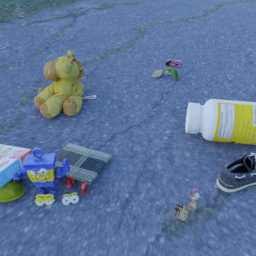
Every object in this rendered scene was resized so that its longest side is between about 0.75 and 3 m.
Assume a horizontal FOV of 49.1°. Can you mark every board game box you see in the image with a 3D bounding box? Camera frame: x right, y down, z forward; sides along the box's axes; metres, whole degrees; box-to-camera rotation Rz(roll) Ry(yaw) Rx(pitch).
[{"bbox_3d":[-4.186,1.180,9.017,2.050,0.413,1.568,4,34,38],"label":"board game box"}]

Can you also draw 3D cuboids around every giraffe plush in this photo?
[{"bbox_3d":[-2.764,-2.021,12.136,2.773,2.249,2.393,-21,43,-24],"label":"giraffe plush"}]

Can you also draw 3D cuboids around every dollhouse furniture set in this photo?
[{"bbox_3d":[1.954,-2.770,14.764,1.317,0.508,0.658,-3,41,28],"label":"dollhouse furniture set"}]

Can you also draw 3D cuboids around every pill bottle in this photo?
[{"bbox_3d":[3.649,-0.261,10.449,2.836,1.578,1.578,6,39,8],"label":"pill bottle"}]

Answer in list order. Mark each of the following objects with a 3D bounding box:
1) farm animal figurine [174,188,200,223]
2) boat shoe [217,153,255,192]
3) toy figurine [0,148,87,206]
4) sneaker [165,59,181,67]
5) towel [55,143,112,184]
[{"bbox_3d":[1.676,2.112,7.571,0.424,0.842,0.680,40,12,-1],"label":"farm animal figurine"},{"bbox_3d":[4.064,1.267,9.118,2.601,0.816,0.945,-18,42,-21],"label":"boat shoe"},{"bbox_3d":[-2.762,1.177,8.466,2.963,1.775,1.563,-1,38,-2],"label":"toy figurine"},{"bbox_3d":[2.543,-3.614,15.771,0.890,0.352,0.424,0,49,2],"label":"sneaker"},{"bbox_3d":[-1.654,1.183,9.451,1.759,0.304,1.693,15,30,15],"label":"towel"}]
